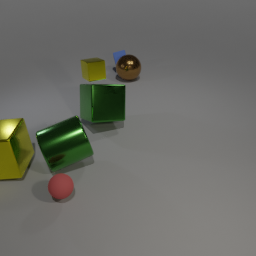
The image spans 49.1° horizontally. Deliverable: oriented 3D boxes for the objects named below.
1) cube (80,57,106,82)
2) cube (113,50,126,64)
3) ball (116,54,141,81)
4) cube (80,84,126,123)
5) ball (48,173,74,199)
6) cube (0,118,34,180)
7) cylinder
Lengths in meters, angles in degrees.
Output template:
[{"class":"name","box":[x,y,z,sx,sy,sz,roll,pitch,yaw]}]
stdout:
[{"class":"cube","box":[-1.286,-2.182,10.411,0.700,0.700,0.700,-16,29,-26]},{"class":"cube","box":[-0.435,-4.005,16.236,0.700,0.700,0.700,-15,-5,0]},{"class":"ball","box":[0.032,-3.289,15.256,1.400,1.400,1.400,0,32,0]},{"class":"cube","box":[-1.019,-1.021,11.043,1.400,1.400,1.400,-4,11,-28]},{"class":"ball","box":[-1.860,1.613,7.760,0.700,0.700,0.700,0,32,0]},{"class":"cube","box":[-3.978,0.652,8.804,1.400,1.400,1.400,-5,30,2]},{"class":"cylinder","box":[-1.993,0.490,8.925,1.400,1.400,1.400,-23,37,-10]}]
